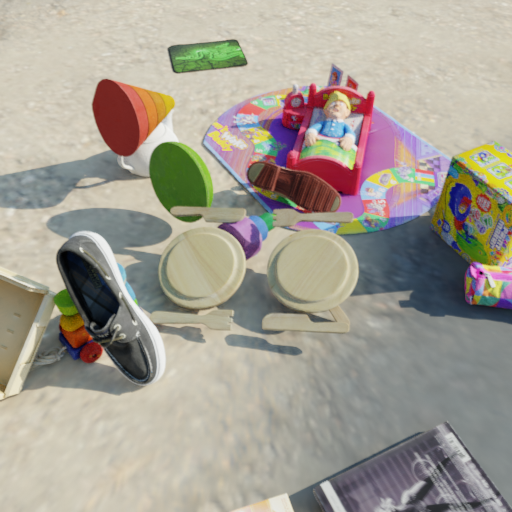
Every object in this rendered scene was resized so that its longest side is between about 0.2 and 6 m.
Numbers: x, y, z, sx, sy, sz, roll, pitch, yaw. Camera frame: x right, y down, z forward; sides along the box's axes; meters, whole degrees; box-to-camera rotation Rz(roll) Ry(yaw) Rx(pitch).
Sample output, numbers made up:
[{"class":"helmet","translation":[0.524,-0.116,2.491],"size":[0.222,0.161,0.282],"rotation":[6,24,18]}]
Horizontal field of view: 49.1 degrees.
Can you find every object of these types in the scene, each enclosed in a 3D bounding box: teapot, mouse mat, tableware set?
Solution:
[{"class":"teapot","translation":[-2.414,-2.530,12.539],"size":[1.432,1.059,1.451],"rotation":[-11,48,-10]},{"class":"mouse mat","translation":[-1.453,-5.916,16.534],"size":[2.187,0.082,1.760],"rotation":[-9,46,-10]},{"class":"tableware set","translation":[0.021,0.333,9.932],"size":[3.510,0.703,2.320],"rotation":[2,65,10]}]

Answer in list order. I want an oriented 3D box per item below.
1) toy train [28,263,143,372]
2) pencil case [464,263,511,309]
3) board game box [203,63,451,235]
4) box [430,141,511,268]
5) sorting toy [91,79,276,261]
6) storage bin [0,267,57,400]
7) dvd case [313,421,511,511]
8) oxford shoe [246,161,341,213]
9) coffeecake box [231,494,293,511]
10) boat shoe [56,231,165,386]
[{"class":"toy train","translation":[-2.921,1.055,8.892],"size":[2.216,1.282,0.938],"rotation":[-31,53,-27]},{"class":"pencil case","translation":[4.553,0.574,9.734],"size":[1.829,0.808,0.808],"rotation":[6,46,5]},{"class":"board game box","translation":[1.583,-2.860,12.811],"size":[4.612,1.137,5.838],"rotation":[-23,50,-21]},{"class":"box","translation":[4.378,-0.827,10.362],"size":[1.093,1.791,1.725],"rotation":[-22,50,-20]},{"class":"sorting toy","translation":[-1.258,-1.904,11.261],"size":[4.679,1.622,1.612],"rotation":[46,48,12]},{"class":"storage bin","translation":[-4.214,1.039,8.490],"size":[1.767,0.834,1.780],"rotation":[21,86,8]},{"class":"dvd case","translation":[2.119,3.350,7.328],"size":[2.253,0.180,1.675],"rotation":[-19,53,-19]},{"class":"oxford shoe","translation":[0.816,-1.447,11.573],"size":[2.022,0.712,0.756],"rotation":[26,9,5]},{"class":"coffeecake box","translation":[-0.134,3.733,6.809],"size":[1.463,0.534,1.123],"rotation":[-13,47,-13]},{"class":"boat shoe","translation":[-2.185,0.887,8.299],"size":[0.906,2.592,0.859],"rotation":[-17,12,14]}]
